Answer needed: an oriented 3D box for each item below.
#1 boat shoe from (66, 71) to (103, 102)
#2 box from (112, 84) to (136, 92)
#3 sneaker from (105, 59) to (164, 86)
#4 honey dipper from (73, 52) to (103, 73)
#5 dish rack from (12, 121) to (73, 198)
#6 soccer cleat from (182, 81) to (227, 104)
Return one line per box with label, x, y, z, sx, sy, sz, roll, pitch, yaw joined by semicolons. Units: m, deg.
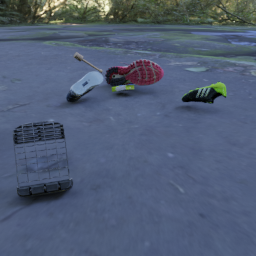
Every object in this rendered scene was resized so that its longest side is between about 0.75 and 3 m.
boat shoe;-1.614;-1.516;10.254;1.611;0.570;0.731;-41;5;-42
box;-0.160;-1.546;10.836;0.833;0.199;0.508;-3;7;41
sneaker;0.309;-2.258;11.568;2.556;1.030;0.954;5;10;33
honey dipper;-1.570;-2.597;11.320;1.356;0.258;0.258;28;9;-32
dish rack;-1.600;0.563;5.218;1.042;1.358;0.370;-7;-5;-16
soccer cleat;2.515;-1.055;9.337;1.502;0.609;0.507;-17;-21;27
